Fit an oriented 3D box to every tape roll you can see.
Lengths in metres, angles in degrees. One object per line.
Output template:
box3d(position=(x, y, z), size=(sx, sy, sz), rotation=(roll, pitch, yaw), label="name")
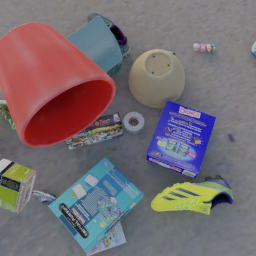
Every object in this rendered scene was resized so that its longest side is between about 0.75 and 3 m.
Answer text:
box3d(position=(0.220, -0.207, 10.621), size=(0.795, 0.263, 0.795), rotation=(0, 69, -1), label="tape roll")

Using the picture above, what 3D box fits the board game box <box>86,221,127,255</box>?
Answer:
box3d(position=(-0.824, 3.471, 9.196), size=(1.332, 0.269, 1.019), rotation=(-16, 70, -6), label="board game box")

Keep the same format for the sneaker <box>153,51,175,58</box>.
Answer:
box3d(position=(1.417, -2.863, 11.622), size=(1.033, 0.391, 0.597), rotation=(7, 74, 14), label="sneaker")

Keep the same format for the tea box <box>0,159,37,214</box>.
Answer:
box3d(position=(-2.853, 1.413, 6.832), size=(0.924, 0.628, 0.940), rotation=(22, 113, 0), label="tea box")

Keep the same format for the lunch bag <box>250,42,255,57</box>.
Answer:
box3d(position=(6.076, -3.167, 11.514), size=(1.746, 0.720, 1.403), rotation=(41, 73, 14), label="lunch bag")

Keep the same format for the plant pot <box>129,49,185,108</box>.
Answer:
box3d(position=(1.096, -2.048, 10.508), size=(2.242, 1.505, 2.242), rotation=(-1, 77, 4), label="plant pot")

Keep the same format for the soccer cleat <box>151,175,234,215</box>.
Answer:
box3d(position=(2.147, 2.361, 9.222), size=(2.753, 0.890, 1.152), rotation=(-12, 51, -7), label="soccer cleat")

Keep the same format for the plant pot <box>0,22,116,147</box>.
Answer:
box3d(position=(-2.280, -1.335, 8.034), size=(2.960, 2.960, 2.619), rotation=(-34, 74, -12), label="plant pot")

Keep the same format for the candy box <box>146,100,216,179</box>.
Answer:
box3d(position=(1.905, 0.383, 10.068), size=(1.900, 0.865, 2.247), rotation=(21, 71, 9), label="candy box")

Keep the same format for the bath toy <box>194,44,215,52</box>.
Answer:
box3d(position=(3.204, -3.372, 11.830), size=(0.883, 0.326, 0.384), rotation=(3, 24, -1), label="bath toy")

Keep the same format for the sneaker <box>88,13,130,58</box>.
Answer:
box3d(position=(-0.786, -4.171, 11.675), size=(0.970, 1.141, 2.607), rotation=(-38, 74, -13), label="sneaker")

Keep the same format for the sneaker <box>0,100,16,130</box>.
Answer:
box3d(position=(-4.024, -0.282, 10.327), size=(2.732, 1.050, 1.210), rotation=(10, 79, 7), label="sneaker")

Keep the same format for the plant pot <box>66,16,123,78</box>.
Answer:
box3d(position=(-1.197, -2.756, 10.862), size=(1.792, 1.787, 1.825), rotation=(-41, 83, -14), label="plant pot")

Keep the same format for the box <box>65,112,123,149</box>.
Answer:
box3d(position=(-1.227, 0.132, 9.877), size=(2.054, 1.403, 0.387), rotation=(-15, 70, -5), label="box")

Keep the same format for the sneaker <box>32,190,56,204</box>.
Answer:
box3d(position=(-2.929, 2.375, 9.599), size=(0.868, 0.334, 0.370), rotation=(15, 74, 6), label="sneaker")

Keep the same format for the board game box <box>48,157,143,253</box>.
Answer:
box3d(position=(-1.023, 2.432, 9.222), size=(2.470, 0.580, 1.865), rotation=(-41, 65, -18), label="board game box")
